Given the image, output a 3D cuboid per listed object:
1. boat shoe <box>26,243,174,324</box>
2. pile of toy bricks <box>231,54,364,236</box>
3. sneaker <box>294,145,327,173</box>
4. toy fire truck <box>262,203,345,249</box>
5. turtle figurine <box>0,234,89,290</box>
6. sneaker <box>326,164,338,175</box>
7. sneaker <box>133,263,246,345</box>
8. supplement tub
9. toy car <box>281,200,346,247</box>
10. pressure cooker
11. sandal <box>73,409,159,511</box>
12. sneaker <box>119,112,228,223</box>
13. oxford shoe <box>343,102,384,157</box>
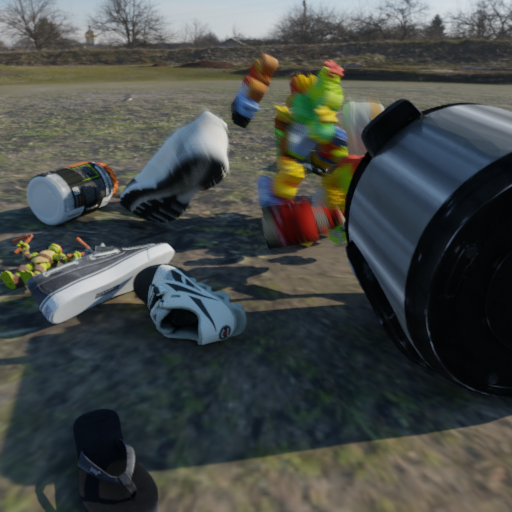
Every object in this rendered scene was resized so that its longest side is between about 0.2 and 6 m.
[{"bbox_3d":[-2.396,0.197,8.857,2.459,0.882,0.833,-29,72,-41],"label":"boat shoe"},{"bbox_3d":[1.129,-2.971,11.837,2.564,2.281,4.621,16,48,-24],"label":"pile of toy bricks"},{"bbox_3d":[1.646,-3.250,17.564,0.676,0.905,2.017,-12,25,-27],"label":"sneaker"},{"bbox_3d":[1.040,-0.476,9.331,1.504,0.967,1.323,-8,0,41],"label":"toy fire truck"},{"bbox_3d":[-3.827,0.118,9.789,1.613,0.520,1.301,9,31,13],"label":"turtle figurine"},{"bbox_3d":[3.303,-2.104,14.606,2.819,1.004,1.586,12,28,10],"label":"sneaker"},{"bbox_3d":[-1.226,0.687,8.019,2.105,0.780,0.932,17,25,37],"label":"sneaker"},{"bbox_3d":[-4.161,-1.503,12.898,1.172,1.172,1.913,11,25,25],"label":"supplement tub"},{"bbox_3d":[1.210,-0.476,10.615,1.379,1.466,0.327,13,68,25],"label":"toy car"},{"bbox_3d":[2.881,-0.316,7.370,3.198,3.149,3.580,0,25,-9],"label":"pressure cooker"},{"bbox_3d":[-1.448,1.974,5.398,0.649,0.366,1.707,-12,25,-28],"label":"sandal"},{"bbox_3d":[-1.661,-1.760,11.709,3.335,1.229,1.334,-24,47,41],"label":"sneaker"},{"bbox_3d":[2.569,-2.088,12.279,0.900,3.117,1.172,-5,54,17],"label":"oxford shoe"}]
